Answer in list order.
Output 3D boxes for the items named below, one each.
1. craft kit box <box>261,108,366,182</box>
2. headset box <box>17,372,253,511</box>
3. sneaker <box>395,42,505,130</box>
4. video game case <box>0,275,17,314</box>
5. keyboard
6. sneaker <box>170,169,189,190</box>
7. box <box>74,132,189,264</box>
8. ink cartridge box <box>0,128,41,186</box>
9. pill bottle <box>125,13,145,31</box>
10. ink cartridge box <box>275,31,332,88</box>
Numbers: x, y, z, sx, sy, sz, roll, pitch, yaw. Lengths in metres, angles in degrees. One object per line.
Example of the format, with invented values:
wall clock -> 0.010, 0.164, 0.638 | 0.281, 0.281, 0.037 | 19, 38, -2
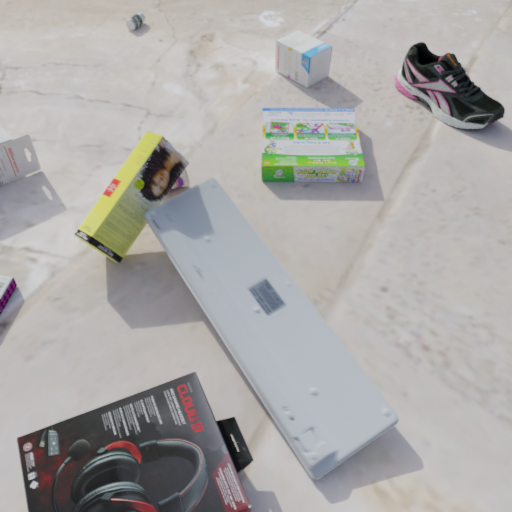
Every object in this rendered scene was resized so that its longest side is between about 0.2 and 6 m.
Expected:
craft kit box -> 1.098, -2.278, 11.347 | 1.993, 0.484, 1.968 | 1, 46, 1
headset box -> -1.292, 2.638, 6.581 | 2.492, 0.935, 1.852 | -17, 50, -15
sneaker -> 4.160, -3.746, 12.175 | 1.073, 1.153, 2.671 | -36, 58, -26
video game case -> -4.634, 0.855, 8.640 | 1.313, 0.259, 1.449 | 6, 48, 5
keyboard -> 0.000, 0.723, 8.231 | 1.380, 0.262, 4.905 | -27, 61, -17
sneaker -> -1.937, -1.729, 10.779 | 0.661, 0.602, 1.496 | -34, 57, -18
box -> -2.047, -0.974, 9.297 | 0.532, 0.799, 2.123 | 25, 79, 42
ink cartridge box -> -5.006, -1.803, 10.602 | 1.543, 0.895, 0.524 | -28, 54, -24
pill bottle -> -3.234, -6.305, 15.041 | 0.300, 0.300, 0.531 | 22, 53, 18
ink cartridge box -> 1.047, -4.701, 13.256 | 0.783, 0.804, 1.251 | -35, 58, -28
